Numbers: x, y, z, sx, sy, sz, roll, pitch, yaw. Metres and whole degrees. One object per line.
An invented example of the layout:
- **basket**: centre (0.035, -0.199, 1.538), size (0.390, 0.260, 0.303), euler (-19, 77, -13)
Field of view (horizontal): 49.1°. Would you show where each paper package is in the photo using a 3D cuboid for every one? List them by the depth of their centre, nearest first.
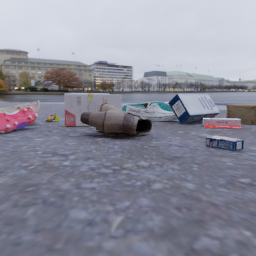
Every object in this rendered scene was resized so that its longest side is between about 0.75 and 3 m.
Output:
- **paper package**: centre (5.780, -0.688, 13.278), size (1.704, 0.881, 1.624), euler (-6, 9, -35)

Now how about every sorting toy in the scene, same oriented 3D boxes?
- **sorting toy**: centre (-4.682, -0.521, 12.479), size (1.693, 0.904, 1.524), euler (-12, -3, -14)

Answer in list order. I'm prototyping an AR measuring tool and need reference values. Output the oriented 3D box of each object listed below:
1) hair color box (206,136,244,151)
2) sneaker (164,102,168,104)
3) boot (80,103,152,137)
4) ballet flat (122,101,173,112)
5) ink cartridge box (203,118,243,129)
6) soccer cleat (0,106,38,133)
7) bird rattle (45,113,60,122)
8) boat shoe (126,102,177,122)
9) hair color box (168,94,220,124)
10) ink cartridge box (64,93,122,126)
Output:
- **hair color box**: centre (2.413, 0.374, 7.032), size (0.414, 0.251, 0.829), euler (-5, 9, -38)
- **sneaker**: centre (2.094, -1.317, 18.416), size (2.212, 0.891, 1.619), euler (-8, 13, -19)
- **boot**: centre (-0.185, -0.221, 9.708), size (2.109, 1.013, 2.884), euler (9, 11, 21)
- **ballet flat**: centre (1.109, -0.893, 15.341), size (2.956, 1.026, 1.026), euler (2, 7, 17)
- **ink cartridge box**: centre (3.896, -0.210, 11.608), size (1.484, 0.332, 1.308), euler (1, 6, 12)
- **soccer cleat**: centre (-4.368, -0.174, 10.213), size (0.946, 0.825, 2.474), euler (-39, -4, 28)
- **bird rattle**: centre (-3.790, -0.502, 13.818), size (0.834, 0.470, 0.680), euler (3, 23, 46)
- **boat shoe**: centre (1.207, -0.828, 14.139), size (2.701, 0.943, 0.957), euler (1, 7, 12)
- **hair color box**: centre (3.222, -0.966, 13.515), size (2.499, 1.250, 0.756), euler (-6, -29, -41)
- **ink cartridge box**: centre (-1.475, -0.791, 12.030), size (2.372, 1.381, 0.800), euler (0, 6, -4)
